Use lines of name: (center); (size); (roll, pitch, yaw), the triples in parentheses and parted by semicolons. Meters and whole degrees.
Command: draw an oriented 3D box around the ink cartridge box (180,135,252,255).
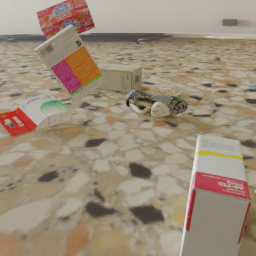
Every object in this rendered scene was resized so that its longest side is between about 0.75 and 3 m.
ink cartridge box: (1.327, 1.037, 4.356); (0.739, 1.285, 1.771); (8, 24, 14)

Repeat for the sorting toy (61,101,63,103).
sorting toy: (-2.874, -0.856, 10.261); (0.984, 0.196, 1.332); (-10, 25, -21)

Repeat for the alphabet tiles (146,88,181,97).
alphabet tiles: (1.488, -1.446, 11.788); (1.337, 0.100, 1.367); (17, 28, 34)

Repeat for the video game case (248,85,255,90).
video game case: (6.010, -1.889, 12.880); (0.768, 0.068, 0.549); (-5, 24, -13)

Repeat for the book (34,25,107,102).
book: (-1.438, -1.611, 7.231); (1.109, 1.660, 0.399); (-36, 35, -5)

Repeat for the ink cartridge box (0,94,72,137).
ink cartridge box: (-2.995, -0.488, 8.825); (1.931, 0.484, 1.554); (-16, 36, -38)

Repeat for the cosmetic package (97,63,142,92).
cosmetic package: (-0.797, -2.371, 12.877); (2.655, 0.970, 1.375); (10, 25, 20)

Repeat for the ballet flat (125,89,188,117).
ballet flat: (0.846, -0.732, 9.474); (2.320, 0.834, 0.834); (17, 28, 35)

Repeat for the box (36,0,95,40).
box: (-2.369, -4.147, 10.731); (1.923, 0.911, 0.987); (-21, 65, 0)
